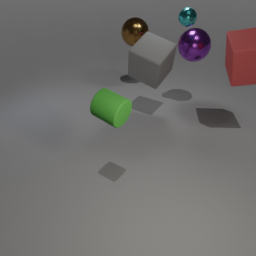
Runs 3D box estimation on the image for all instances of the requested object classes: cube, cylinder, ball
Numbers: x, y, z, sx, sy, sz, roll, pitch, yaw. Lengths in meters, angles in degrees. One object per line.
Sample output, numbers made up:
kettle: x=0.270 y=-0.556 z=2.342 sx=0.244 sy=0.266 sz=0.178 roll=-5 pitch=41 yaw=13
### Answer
cube: x=0.953 y=-2.726 z=11.312 sx=1.400 sy=1.400 sz=1.400 roll=30 pitch=61 yaw=16
cube: x=4.160 y=-2.434 z=9.551 sx=1.400 sy=1.400 sz=1.400 roll=-4 pitch=44 yaw=12
cylinder: x=-0.382 y=-0.457 z=6.373 sx=0.700 sy=0.700 sz=0.700 roll=29 pitch=39 yaw=22
ball: x=0.358 y=-4.804 z=14.056 sx=1.400 sy=1.400 sz=1.400 roll=0 pitch=30 yaw=0
ball: x=2.300 y=-4.273 z=10.792 sx=0.700 sy=0.700 sz=0.700 roll=0 pitch=30 yaw=0
ball: x=2.846 y=-3.558 z=12.020 sx=1.400 sy=1.400 sz=1.400 roll=0 pitch=30 yaw=0
